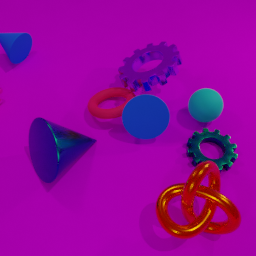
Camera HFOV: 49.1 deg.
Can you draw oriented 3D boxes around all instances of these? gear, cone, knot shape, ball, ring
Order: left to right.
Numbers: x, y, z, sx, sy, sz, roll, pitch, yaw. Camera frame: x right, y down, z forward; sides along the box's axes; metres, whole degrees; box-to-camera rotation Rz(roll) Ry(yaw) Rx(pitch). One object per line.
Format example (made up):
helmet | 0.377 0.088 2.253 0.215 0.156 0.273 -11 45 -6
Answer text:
cone | -3.855 -2.790 8.986 1.074 1.070 1.070 30 58 6
cone | -1.397 0.421 6.904 1.537 1.531 1.531 -9 48 -41
ring | -0.452 -0.717 7.827 1.387 0.277 1.387 -8 37 6
cone | 0.468 -0.478 7.540 1.197 1.197 1.201 2 22 2
gear | 0.608 -1.777 8.007 1.808 0.334 1.808 -16 43 16
knot shape | 1.456 1.403 5.609 1.660 0.767 1.553 11 94 -6
ball | 2.093 -0.611 7.571 0.912 0.912 0.912 0 53 0
gear | 2.115 0.563 7.112 1.235 0.228 1.235 0 53 0

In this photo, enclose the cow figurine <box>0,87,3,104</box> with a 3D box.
cow figurine | -4.191 -0.984 7.919 1.177 0.657 1.196 13 28 -5
